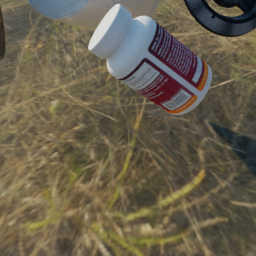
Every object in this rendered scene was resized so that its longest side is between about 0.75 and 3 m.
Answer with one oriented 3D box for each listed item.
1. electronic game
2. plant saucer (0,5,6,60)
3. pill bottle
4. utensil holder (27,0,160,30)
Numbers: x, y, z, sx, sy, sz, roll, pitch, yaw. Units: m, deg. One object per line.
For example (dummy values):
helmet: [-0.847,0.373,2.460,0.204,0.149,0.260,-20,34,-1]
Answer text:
electronic game: [2.075,-2.933,5.879,2.070,0.431,2.070,1,87,-14]
plant saucer: [-2.808,-2.331,5.614,0.279,1.891,1.891,-7,48,-13]
pill bottle: [0.384,-1.126,4.745,1.967,1.111,1.111,31,41,-25]
utensil holder: [-0.780,-3.643,6.824,2.436,2.436,2.866,24,20,21]
